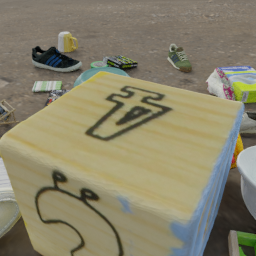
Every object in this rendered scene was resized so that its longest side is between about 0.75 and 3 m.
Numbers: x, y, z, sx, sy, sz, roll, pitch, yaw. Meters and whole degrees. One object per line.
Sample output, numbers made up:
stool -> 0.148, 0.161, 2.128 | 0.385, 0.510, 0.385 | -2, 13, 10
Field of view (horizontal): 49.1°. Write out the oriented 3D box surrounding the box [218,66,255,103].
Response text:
box -> 4.592, -1.839, 11.179 | 1.523, 0.595, 2.498 | -4, 35, -8

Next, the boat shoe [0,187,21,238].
boat shoe -> -2.968, 2.091, 4.801 | 2.801, 0.977, 0.997 | -33, 24, -31

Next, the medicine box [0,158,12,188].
medicine box -> -2.661, 1.234, 6.557 | 1.092, 0.617, 1.199 | -7, 35, -11

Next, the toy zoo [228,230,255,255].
toy zoo -> 3.090, 2.701, 4.684 | 2.583, 0.264, 1.694 | 7, 34, 11

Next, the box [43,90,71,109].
box -> -1.763, -0.780, 9.656 | 2.027, 0.504, 1.598 | -1, 34, -2

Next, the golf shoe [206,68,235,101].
golf shoe -> 3.475, -1.421, 10.594 | 0.675, 0.820, 1.791 | 22, 45, -28

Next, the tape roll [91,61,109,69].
tape roll -> -1.313, -2.872, 13.049 | 0.850, 0.204, 0.850 | 0, 34, 0

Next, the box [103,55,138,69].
box -> -0.368, -3.090, 13.121 | 1.173, 0.288, 1.214 | -16, 37, -43

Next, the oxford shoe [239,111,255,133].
oxford shoe -> 3.305, -0.166, 8.668 | 2.134, 0.616, 0.802 | -6, 37, -5

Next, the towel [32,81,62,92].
towel -> -3.250, -1.659, 11.331 | 1.085, 0.167, 0.809 | -1, 36, -6

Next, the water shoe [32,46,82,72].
water shoe -> -3.345, -3.209, 12.852 | 2.473, 0.976, 0.884 | 8, 35, 12

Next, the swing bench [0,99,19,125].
swing bench -> -4.164, -0.401, 9.048 | 0.882, 0.572, 0.877 | -28, 43, -34

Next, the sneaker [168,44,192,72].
sneaker -> 2.410, -3.374, 13.202 | 0.644, 0.862, 1.919 | -11, 35, -15

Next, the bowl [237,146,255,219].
bowl -> 3.415, 1.471, 5.238 | 2.882, 1.295, 2.882 | 3, 21, -1

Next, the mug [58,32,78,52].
mug -> -3.245, -4.676, 15.103 | 1.114, 0.914, 0.892 | -2, 33, -4

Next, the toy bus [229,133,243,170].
toy bus -> 1.884, 0.588, 6.481 | 1.601, 1.086, 1.537 | -13, 2, 15

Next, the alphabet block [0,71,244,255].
alphabet block -> 0.087, 0.945, 5.011 | 2.900, 2.832, 2.847 | 16, 37, 24

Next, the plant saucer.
plant saucer -> -0.988, -1.969, 11.493 | 2.517, 0.453, 2.517 | 0, 34, 0
